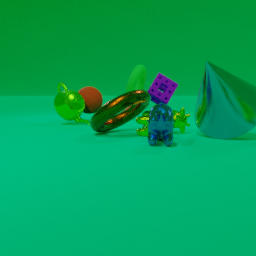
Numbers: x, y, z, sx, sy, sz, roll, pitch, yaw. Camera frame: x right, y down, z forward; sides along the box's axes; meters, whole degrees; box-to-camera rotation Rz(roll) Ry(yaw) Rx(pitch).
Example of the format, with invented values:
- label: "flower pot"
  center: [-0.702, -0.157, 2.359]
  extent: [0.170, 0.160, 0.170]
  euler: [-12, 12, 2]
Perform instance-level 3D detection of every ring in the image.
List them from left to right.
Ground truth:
- label: "ring"
  center: [-0.175, -0.395, 6.835]
  extent: [1.638, 0.328, 1.638]
  euler: [-28, -11, -6]
- label: "ring"
  center: [0.310, -1.596, 10.354]
  extent: [0.300, 1.499, 1.499]
  euler: [19, 12, 14]

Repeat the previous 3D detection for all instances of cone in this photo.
- label: "cone"
  center: [1.928, -0.866, 5.985]
  extent: [1.621, 1.621, 1.627]
  euler: [6, -29, 39]

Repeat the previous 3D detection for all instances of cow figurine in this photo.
- label: "cow figurine"
  center: [0.662, -0.112, 5.661]
  extent: [0.608, 1.107, 1.089]
  euler: [2, 39, 6]
- label: "cow figurine"
  center: [0.888, -0.132, 6.839]
  extent: [1.182, 0.659, 1.201]
  euler: [2, 15, 19]

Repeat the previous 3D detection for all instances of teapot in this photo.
- label: "teapot"
  center: [-1.789, -0.724, 8.980]
  extent: [0.797, 1.627, 1.012]
  euler: [-25, 9, 40]

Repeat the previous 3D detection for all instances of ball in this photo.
- label: "ball"
  center: [-1.375, -0.981, 9.922]
  extent: [0.962, 0.962, 0.962]
  euler: [0, 7, 0]

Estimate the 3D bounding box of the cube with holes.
- label: "cube with holes"
  center: [1.345, -1.520, 11.432]
  extent: [0.914, 0.914, 0.914]
  euler: [31, -8, -1]
